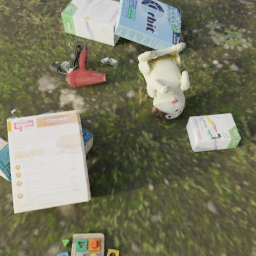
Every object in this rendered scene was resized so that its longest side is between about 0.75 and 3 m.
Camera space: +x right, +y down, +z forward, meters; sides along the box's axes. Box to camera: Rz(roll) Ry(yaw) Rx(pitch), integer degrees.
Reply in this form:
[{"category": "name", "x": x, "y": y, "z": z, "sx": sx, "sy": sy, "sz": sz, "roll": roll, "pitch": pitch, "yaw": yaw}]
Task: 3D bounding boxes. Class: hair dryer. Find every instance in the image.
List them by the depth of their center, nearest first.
[{"category": "hair dryer", "x": -1.838, "y": -2.492, "z": 11.110, "sx": 2.408, "sy": 0.654, "sz": 1.834, "roll": 38, "pitch": 86, "yaw": 13}]

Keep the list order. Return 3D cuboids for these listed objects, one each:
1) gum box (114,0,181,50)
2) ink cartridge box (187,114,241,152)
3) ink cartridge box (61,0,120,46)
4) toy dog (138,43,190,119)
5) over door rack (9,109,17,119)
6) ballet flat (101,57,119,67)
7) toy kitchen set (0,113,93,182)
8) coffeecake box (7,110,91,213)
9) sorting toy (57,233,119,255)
[{"category": "gum box", "x": 0.939, "y": -4.668, "z": 12.255, "sx": 2.839, "sy": 0.632, "sz": 2.412, "roll": 16, "pitch": 59, "yaw": -16}, {"category": "ink cartridge box", "x": 2.887, "y": 0.149, "z": 9.583, "sx": 1.487, "sy": 0.624, "sz": 1.077, "roll": -5, "pitch": 55, "yaw": -4}, {"category": "ink cartridge box", "x": -1.437, "y": -5.044, "z": 12.931, "sx": 2.559, "sy": 1.120, "sz": 1.859, "roll": 17, "pitch": 57, "yaw": 12}, {"category": "toy dog", "x": 1.222, "y": -1.460, "z": 9.879, "sx": 1.637, "sy": 2.274, "sz": 2.346, "roll": -17, "pitch": 93, "yaw": -22}, {"category": "over door rack", "x": -3.725, "y": -0.185, "z": 9.515, "sx": 0.303, "sy": 0.911, "sz": 0.673, "roll": -41, "pitch": 90, "yaw": -24}, {"category": "ballet flat", "x": -0.763, "y": -2.859, "z": 11.916, "sx": 0.825, "sy": 0.306, "sz": 0.306, "roll": 16, "pitch": 56, "yaw": 11}, {"category": "toy kitchen set", "x": -2.613, "y": 0.649, "z": 8.710, "sx": 2.008, "sy": 1.477, "sz": 2.507, "roll": 27, "pitch": 59, "yaw": 17}, {"category": "coffeecake box", "x": -2.248, "y": 0.945, "z": 8.122, "sx": 1.992, "sy": 0.948, "sz": 2.595, "roll": -8, "pitch": 79, "yaw": -6}, {"category": "sorting toy", "x": -1.084, "y": 3.344, "z": 7.583, "sx": 1.689, "sy": 0.230, "sz": 0.951, "roll": -1, "pitch": 55, "yaw": -1}]
